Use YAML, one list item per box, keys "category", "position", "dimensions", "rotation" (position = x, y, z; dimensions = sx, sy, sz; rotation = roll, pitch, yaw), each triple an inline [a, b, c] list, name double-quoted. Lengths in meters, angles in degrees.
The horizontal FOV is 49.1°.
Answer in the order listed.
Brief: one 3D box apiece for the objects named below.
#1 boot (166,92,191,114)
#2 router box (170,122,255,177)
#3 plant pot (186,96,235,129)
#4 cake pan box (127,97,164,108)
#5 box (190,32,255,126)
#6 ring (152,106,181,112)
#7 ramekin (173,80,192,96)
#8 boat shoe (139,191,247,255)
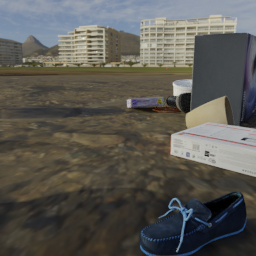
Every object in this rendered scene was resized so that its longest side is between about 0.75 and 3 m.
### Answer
- category: "boot"
  position: [2.263, -1.031, 11.671]
  dimensions: [1.700, 0.901, 2.582]
  rotation: [11, 5, 40]
- category: "router box"
  position: [2.273, 0.372, 6.194]
  dimensions: [2.005, 0.490, 1.800]
  rotation: [12, 18, 41]
- category: "plant pot"
  position: [2.308, -0.256, 8.005]
  dimensions: [1.181, 1.106, 1.106]
  rotation: [-10, 6, 31]
- category: "cake pan box"
  position: [0.728, -1.111, 12.310]
  dimensions: [1.445, 0.411, 1.569]
  rotation: [-2, 4, -5]
- category: "box"
  position: [3.642, -1.784, 10.120]
  dimensions: [1.807, 2.933, 2.909]
  rotation: [9, 17, 34]
- category: "ring"
  position: [1.674, -0.833, 12.186]
  dimensions: [1.237, 0.119, 1.237]
  rotation: [1, 13, 0]
- category: "ramekin"
  position: [3.217, -1.870, 14.462]
  dimensions: [1.826, 0.890, 1.826]
  rotation: [0, 23, 0]
- category: "boat shoe"
  position: [0.767, 1.042, 3.300]
  dimensions: [1.472, 0.505, 0.619]
  rotation: [-8, 16, -32]
